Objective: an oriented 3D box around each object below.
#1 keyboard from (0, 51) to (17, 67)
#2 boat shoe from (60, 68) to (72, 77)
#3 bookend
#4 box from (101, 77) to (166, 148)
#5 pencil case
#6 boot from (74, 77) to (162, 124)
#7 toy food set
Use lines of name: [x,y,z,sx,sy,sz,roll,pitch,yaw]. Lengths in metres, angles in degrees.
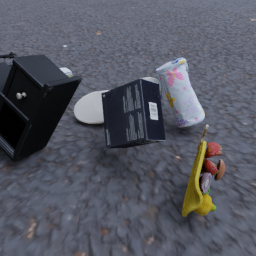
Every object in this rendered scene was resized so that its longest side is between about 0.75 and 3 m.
keyboard: [-3.905,-1.877,8.950,0.173,1.069,1.682,8,20,16]
boat shoe: [-2.682,-0.970,9.310,0.927,1.076,2.988,36,49,1]
bookend: [-2.826,-0.953,6.945,2.493,2.508,1.155,43,32,9]
box: [0.107,-0.298,6.838,1.321,1.451,0.755,-13,-12,40]
pencil case: [1.541,-1.012,8.138,0.898,1.980,0.823,-28,14,-19]
boot: [-0.230,-0.768,9.098,2.848,1.036,1.286,-15,-7,9]
toy food set: [1.697,0.965,5.880,0.668,1.204,2.046,16,55,11]
